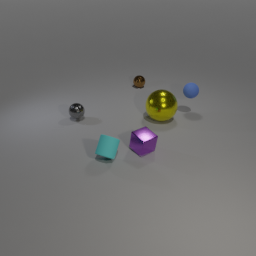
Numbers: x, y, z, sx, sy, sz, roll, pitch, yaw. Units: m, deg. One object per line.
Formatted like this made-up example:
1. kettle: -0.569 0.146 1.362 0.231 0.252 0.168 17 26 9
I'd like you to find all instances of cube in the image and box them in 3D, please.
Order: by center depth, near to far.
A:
1. cube: 0.555 0.485 10.124 0.700 0.700 0.700 -21 46 -33

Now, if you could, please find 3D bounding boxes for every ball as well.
1. ball: 1.457 -0.977 12.200 1.400 1.400 1.400 0 29 0
2. ball: -2.250 -0.747 12.290 0.700 0.700 0.700 0 29 0
3. ball: 2.813 -1.671 12.505 0.700 0.700 0.700 0 29 0
4. ball: 0.642 -2.645 15.945 0.700 0.700 0.700 0 29 0

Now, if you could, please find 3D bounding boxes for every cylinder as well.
1. cylinder: -0.705 0.649 9.648 0.700 0.700 0.700 16 -7 2
